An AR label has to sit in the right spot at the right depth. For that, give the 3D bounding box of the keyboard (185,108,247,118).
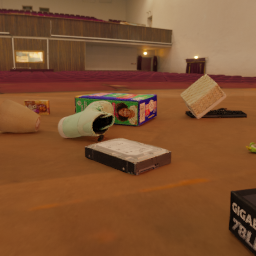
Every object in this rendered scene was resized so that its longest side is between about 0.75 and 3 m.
[{"bbox_3d":[4.099,-0.741,13.341,2.704,0.278,1.718,0,12,-4],"label":"keyboard"}]

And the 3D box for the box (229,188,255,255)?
[{"bbox_3d":[2.909,1.288,2.674,2.740,0.681,2.720,-3,11,-11],"label":"box"}]

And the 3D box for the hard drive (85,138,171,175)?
[{"bbox_3d":[-0.030,0.617,6.664,1.236,0.335,1.769,-11,17,-42],"label":"hard drive"}]

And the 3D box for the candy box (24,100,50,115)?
[{"bbox_3d":[-4.392,-0.997,13.485,1.190,0.694,0.336,2,12,8],"label":"candy box"}]

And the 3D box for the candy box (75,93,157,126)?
[{"bbox_3d":[-0.441,-0.898,11.993,2.844,1.095,2.404,4,13,22],"label":"candy box"}]

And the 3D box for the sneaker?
[{"bbox_3d":[-0.857,-0.271,9.280,1.541,0.962,2.613,1,20,31],"label":"sneaker"}]

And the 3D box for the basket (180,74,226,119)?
[{"bbox_3d":[3.223,-1.392,12.184,0.978,1.586,1.075,40,15,-43],"label":"basket"}]

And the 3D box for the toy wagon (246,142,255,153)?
[{"bbox_3d":[3.522,0.547,7.350,0.931,0.184,0.722,-3,12,-12],"label":"toy wagon"}]

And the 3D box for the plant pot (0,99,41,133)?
[{"bbox_3d":[-3.654,-0.298,9.575,1.204,1.128,1.128,14,12,0],"label":"plant pot"}]
